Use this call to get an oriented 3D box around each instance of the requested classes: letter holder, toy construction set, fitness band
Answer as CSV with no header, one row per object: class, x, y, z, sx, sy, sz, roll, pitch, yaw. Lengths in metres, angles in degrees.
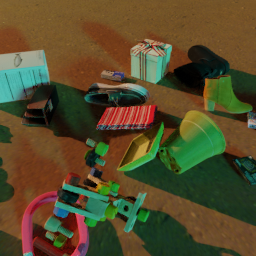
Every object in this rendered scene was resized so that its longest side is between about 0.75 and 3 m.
letter holder,-3.784,-0.990,11.780,1.254,0.887,1.764,1,40,3
toy construction set,-0.709,2.253,7.280,2.187,2.374,2.846,27,66,12
fitness band,-1.981,2.753,7.644,1.697,0.442,2.363,-11,42,-13

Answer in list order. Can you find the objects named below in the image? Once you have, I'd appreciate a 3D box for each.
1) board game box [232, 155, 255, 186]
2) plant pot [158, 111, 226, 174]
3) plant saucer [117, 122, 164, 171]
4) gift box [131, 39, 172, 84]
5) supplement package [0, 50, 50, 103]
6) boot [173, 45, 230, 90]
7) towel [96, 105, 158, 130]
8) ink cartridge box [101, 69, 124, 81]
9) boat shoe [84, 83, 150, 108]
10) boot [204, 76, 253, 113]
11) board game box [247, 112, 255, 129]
board game box,4.126,1.413,9.460,0.741,0.154,1.096,-9,41,-11
plant pot,1.973,0.613,9.417,1.718,1.809,1.809,-34,50,-18
plant saucer,0.534,0.717,9.527,0.397,1.654,1.657,44,42,-14
gift box,1.137,-3.374,13.943,1.726,1.747,1.870,18,42,21
supplement package,-5.090,-2.356,12.800,2.806,1.646,1.640,-10,41,-12
boot,3.393,-3.154,14.297,2.407,1.087,2.938,-25,46,-21
towel,0.007,-0.400,9.681,1.955,0.220,1.414,-2,32,16
ink cartridge box,-0.788,-2.699,14.312,1.089,0.241,0.512,13,43,14
boat shoe,-0.524,-1.261,12.150,2.926,1.055,1.038,6,47,24
boot,4.253,-1.437,11.750,2.088,1.495,0.735,2,22,5
board game box,5.506,-0.250,11.402,1.164,0.213,0.880,10,41,13
